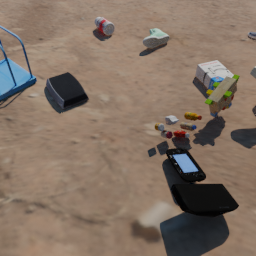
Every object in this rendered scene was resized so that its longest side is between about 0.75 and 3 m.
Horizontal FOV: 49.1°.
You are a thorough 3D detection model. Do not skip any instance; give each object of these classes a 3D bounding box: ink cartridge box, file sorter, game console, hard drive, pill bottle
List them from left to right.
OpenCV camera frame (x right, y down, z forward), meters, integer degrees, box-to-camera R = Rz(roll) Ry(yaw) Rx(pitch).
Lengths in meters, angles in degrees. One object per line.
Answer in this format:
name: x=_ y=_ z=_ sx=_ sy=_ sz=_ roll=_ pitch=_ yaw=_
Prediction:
file sorter: x=-4.710 y=-1.910 z=8.828 sx=1.859 sy=1.644 sz=2.680 roll=33 pitch=54 yaw=29
hard drive: x=-2.007 y=-1.279 z=9.120 sx=1.017 sy=0.319 sz=1.507 roll=-23 pitch=50 yaw=-22
pill bottle: x=-1.038 y=-4.437 z=12.106 sx=0.539 sy=0.539 sz=0.960 roll=-26 pitch=50 yaw=-24
game console: x=1.441 y=1.140 z=6.426 sx=1.282 sy=0.262 sz=2.173 roll=4 pitch=31 yaw=-22
ink cartridge box: x=2.942 y=-1.757 z=9.485 sx=0.829 sy=0.479 sz=1.135 roll=-15 pitch=47 yaw=-15

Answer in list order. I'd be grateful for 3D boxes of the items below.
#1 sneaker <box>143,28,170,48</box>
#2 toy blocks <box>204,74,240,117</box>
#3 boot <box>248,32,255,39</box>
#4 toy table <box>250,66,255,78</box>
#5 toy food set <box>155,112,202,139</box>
sneaker: x=0.958 y=-3.672 z=11.370 sx=1.329 sy=0.489 sz=0.784 roll=-21 pitch=54 yaw=-33
toy blocks: x=2.734 y=-0.841 z=8.049 sx=0.620 sy=0.849 sz=1.241 roll=31 pitch=71 yaw=38
boot: x=5.566 y=-3.976 z=11.707 sx=0.996 sy=0.450 sz=0.362 roll=22 pitch=49 yaw=21
toy table: x=4.633 y=-0.978 z=7.675 sx=1.445 sy=2.268 sz=2.467 roll=-19 pitch=45 yaw=-37
toy food set: x=1.376 y=-0.031 z=7.513 sx=1.229 sy=0.587 sz=0.553 roll=-15 pitch=15 yaw=-27
